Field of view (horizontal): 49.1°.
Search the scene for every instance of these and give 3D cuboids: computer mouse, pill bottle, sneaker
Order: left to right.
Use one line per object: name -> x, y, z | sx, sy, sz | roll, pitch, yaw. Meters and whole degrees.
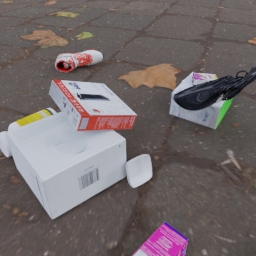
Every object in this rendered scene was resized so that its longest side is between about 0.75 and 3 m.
pill bottle -> -3.595, 0.188, 10.331 | 2.184, 1.215, 1.215 | -30, 46, -35
sneaker -> -2.763, -3.738, 15.869 | 2.707, 0.904, 1.451 | -1, 38, 4
computer mouse -> 2.618, -1.032, 8.889 | 2.003, 0.763, 2.893 | -30, 11, -29

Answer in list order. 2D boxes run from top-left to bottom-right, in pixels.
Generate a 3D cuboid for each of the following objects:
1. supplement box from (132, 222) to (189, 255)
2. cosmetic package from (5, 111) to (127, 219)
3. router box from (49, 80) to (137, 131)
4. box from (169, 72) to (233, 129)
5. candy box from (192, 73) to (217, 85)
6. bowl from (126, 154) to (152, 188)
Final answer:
supplement box -> 0.691, 3.147, 6.728 | 0.781, 0.765, 1.512 | 30, 46, 34
cosmetic package -> -1.937, 0.874, 8.979 | 2.730, 1.684, 2.739 | -25, 43, -30
router box -> -1.166, -0.767, 9.051 | 2.024, 0.551, 2.255 | -3, 35, -39
box -> 3.310, -1.330, 12.373 | 2.149, 1.177, 2.435 | 20, 41, 24
candy box -> 3.333, -2.109, 12.200 | 1.011, 0.308, 0.689 | 6, 36, 4
bowl -> 0.304, 1.328, 8.905 | 0.934, 0.933, 0.349 | -23, 24, -34
